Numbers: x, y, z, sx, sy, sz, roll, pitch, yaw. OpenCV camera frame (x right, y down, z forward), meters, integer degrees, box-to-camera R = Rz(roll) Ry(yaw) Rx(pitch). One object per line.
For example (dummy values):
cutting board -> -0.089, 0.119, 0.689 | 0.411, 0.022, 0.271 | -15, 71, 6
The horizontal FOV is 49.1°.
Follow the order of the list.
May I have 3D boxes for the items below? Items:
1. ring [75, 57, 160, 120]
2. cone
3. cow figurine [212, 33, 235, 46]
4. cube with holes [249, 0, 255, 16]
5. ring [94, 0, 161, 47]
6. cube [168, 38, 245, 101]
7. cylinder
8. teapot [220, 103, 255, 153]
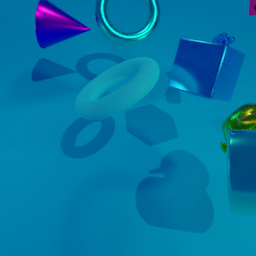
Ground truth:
ring -> -0.255, -0.880, 6.023 | 1.998, 0.400, 1.998 | -24, 28, 14
cone -> -1.845, -3.067, 8.492 | 1.458, 1.453, 1.453 | 7, 48, 0
cow figurine -> 2.321, -2.010, 7.600 | 0.585, 1.066, 1.049 | 17, 3, -18
cube with holes -> 3.661, -3.292, 6.647 | 1.046, 1.046, 1.046 | -20, 25, -34
ring -> 0.003, -3.407, 8.259 | 1.990, 0.398, 1.990 | 0, 91, -10
cube -> 1.702, -1.255, 6.112 | 1.078, 1.078, 1.078 | 25, 18, 38
cylinder -> 2.195, 0.651, 4.136 | 1.299, 1.299, 1.299 | -2, 45, 23
teapot -> 2.264, 0.181, 5.298 | 1.015, 2.074, 1.290 | -21, 61, 6
